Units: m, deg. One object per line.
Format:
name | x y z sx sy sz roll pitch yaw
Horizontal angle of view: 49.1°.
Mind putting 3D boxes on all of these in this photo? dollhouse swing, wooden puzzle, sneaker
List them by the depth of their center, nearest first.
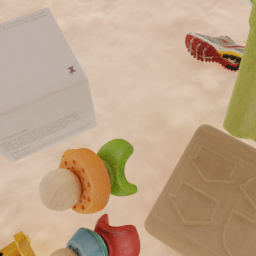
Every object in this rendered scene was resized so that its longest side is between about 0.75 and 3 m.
dollhouse swing | -2.040 3.143 4.843 1.903 1.841 2.094 -31 69 -14
wooden puzzle | 2.151 1.687 6.249 2.654 0.663 2.865 29 72 14
sneaker | 2.566 -2.320 8.186 1.903 0.741 0.782 23 62 1

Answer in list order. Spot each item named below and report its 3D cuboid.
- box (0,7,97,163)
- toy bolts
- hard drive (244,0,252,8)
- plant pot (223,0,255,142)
box | -2.352 -0.972 6.681 2.439 2.099 2.451 -24 66 -11
toy bolts | -0.656 1.003 3.341 1.096 1.509 1.580 -14 98 -44
hard drive | 4.783 -3.963 9.182 1.198 0.242 1.816 -23 66 -11
plant pot | 2.708 -0.715 4.427 2.456 2.456 2.258 21 105 10
